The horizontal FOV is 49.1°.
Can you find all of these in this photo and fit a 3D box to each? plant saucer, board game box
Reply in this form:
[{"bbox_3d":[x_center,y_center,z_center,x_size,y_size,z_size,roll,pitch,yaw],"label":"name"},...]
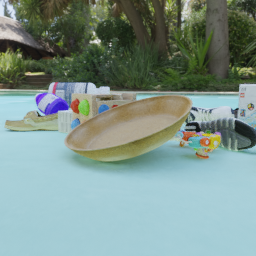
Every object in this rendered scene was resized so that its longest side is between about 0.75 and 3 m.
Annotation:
[{"bbox_3d":[0.052,0.009,6.356,2.956,0.523,2.956,-17,17,5],"label":"plant saucer"},{"bbox_3d":[4.459,-0.460,8.074,0.444,1.618,2.563,-8,12,-39],"label":"board game box"}]

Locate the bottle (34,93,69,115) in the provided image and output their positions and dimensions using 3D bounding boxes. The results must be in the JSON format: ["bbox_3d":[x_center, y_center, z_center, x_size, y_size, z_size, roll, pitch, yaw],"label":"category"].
[{"bbox_3d":[-3.332,-0.993,11.833,2.285,0.954,0.746,26,-17,50],"label":"bottle"}]

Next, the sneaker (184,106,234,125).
[{"bbox_3d":[2.651,-0.352,9.987,1.414,0.867,2.173,-3,9,-14],"label":"sneaker"}]

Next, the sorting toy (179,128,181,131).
[{"bbox_3d":[0.599,-0.179,9.722,0.973,0.980,2.826,-29,21,-20],"label":"sorting toy"}]

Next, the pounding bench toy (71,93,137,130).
[{"bbox_3d":[-0.581,-0.328,8.143,1.686,1.343,2.162,-6,10,-34],"label":"pounding bench toy"}]

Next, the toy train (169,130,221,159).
[{"bbox_3d":[1.503,0.362,6.601,1.324,0.490,1.762,1,5,17],"label":"toy train"}]

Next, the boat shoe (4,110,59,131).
[{"bbox_3d":[-3.281,-0.288,10.005,2.156,0.716,0.798,-1,8,-10],"label":"boat shoe"}]

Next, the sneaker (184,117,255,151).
[{"bbox_3d":[2.638,0.080,7.406,1.222,0.794,2.115,-4,8,-37],"label":"sneaker"}]

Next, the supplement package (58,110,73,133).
[{"bbox_3d":[-1.756,-0.214,9.459,0.971,0.731,0.737,6,10,36],"label":"supplement package"}]

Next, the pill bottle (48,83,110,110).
[{"bbox_3d":[-2.403,-1.424,14.222,2.911,1.741,1.741,1,8,-2],"label":"pill bottle"}]

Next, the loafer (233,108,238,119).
[{"bbox_3d":[5.327,-0.711,13.287,0.685,0.600,1.906,0,8,2],"label":"loafer"}]
